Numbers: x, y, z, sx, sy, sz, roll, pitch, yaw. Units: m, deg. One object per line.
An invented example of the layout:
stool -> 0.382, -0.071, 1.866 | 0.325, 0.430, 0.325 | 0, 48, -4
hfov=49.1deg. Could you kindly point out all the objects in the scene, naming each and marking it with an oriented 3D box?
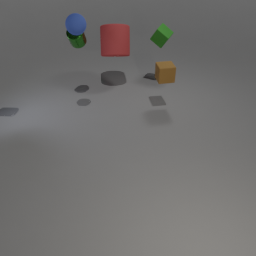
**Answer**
ball -> -1.754, -3.489, 9.427 | 0.700, 0.700, 0.700 | 0, 33, 0
cube -> 1.550, -2.320, 11.687 | 0.700, 0.700, 0.700 | -6, 37, -8
cylinder -> -2.123, -3.774, 11.572 | 0.700, 0.700, 0.700 | -1, 75, 4
cylinder -> -0.616, -4.160, 13.416 | 1.400, 1.400, 1.400 | -1, 12, 0
cube -> 1.610, -4.394, 13.339 | 0.700, 0.700, 0.700 | 39, 52, -6
